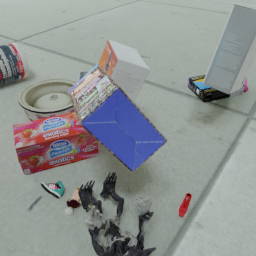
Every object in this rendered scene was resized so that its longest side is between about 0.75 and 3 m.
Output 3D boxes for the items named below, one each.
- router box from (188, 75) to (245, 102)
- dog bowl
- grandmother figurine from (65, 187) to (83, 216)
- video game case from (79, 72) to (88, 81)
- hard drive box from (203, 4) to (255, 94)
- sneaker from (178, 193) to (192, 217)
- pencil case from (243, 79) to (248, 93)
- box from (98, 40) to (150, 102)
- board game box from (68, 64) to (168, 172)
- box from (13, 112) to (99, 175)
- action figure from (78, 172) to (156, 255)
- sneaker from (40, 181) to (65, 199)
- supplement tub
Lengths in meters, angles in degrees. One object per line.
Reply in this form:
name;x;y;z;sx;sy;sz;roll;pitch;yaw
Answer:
router box;4.192;-2.022;13.473;2.143;0.547;1.599;-12;40;-15
dog bowl;-3.151;-1.055;11.899;2.712;1.000;2.712;-1;38;0
grandmother figurine;-1.596;2.203;8.368;0.575;0.287;0.949;-11;34;30
video game case;-2.136;-2.698;14.701;0.861;0.109;0.944;-3;39;-4
hard drive box;3.907;-2.742;9.934;1.040;2.709;2.111;28;27;24
sneaker;1.665;2.206;8.205;0.295;0.435;0.753;14;40;17
pencil case;5.670;-2.123;13.713;0.409;0.422;0.901;3;38;13
box;-0.418;-1.590;9.631;1.159;2.179;1.659;12;33;-25
board game box;-0.352;-0.340;6.904;1.107;1.822;2.286;-42;28;3
box;-2.477;0.441;9.755;2.662;1.271;1.327;-13;40;-16
action figure;-0.315;2.402;7.156;1.745;1.499;2.937;-8;36;-27
sneaker;-2.299;1.811;8.771;0.814;0.340;0.492;28;50;20
supplement tub;-6.394;-3.041;13.749;2.538;1.781;1.781;-26;45;-29
